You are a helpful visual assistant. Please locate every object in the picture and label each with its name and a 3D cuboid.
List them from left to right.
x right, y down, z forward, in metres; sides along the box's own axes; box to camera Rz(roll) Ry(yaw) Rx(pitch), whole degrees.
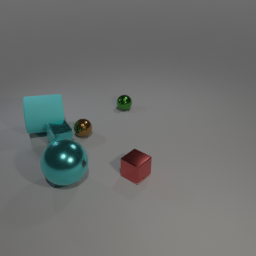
[{"bbox_3d":[-3.213,-0.552,10.784,1.400,1.400,1.400,-6,32,-15],"label":"cylinder"},{"bbox_3d":[-2.485,0.235,10.163,0.700,0.700,0.700,-16,45,-33],"label":"cube"},{"bbox_3d":[-1.888,1.010,8.357,1.400,1.400,1.400,0,31,0],"label":"ball"},{"bbox_3d":[-1.719,-0.014,10.707,0.700,0.700,0.700,0,31,0],"label":"ball"},{"bbox_3d":[-0.164,-1.146,12.594,0.700,0.700,0.700,0,31,0],"label":"ball"},{"bbox_3d":[0.251,1.192,8.748,0.700,0.700,0.700,24,38,34],"label":"cube"}]
